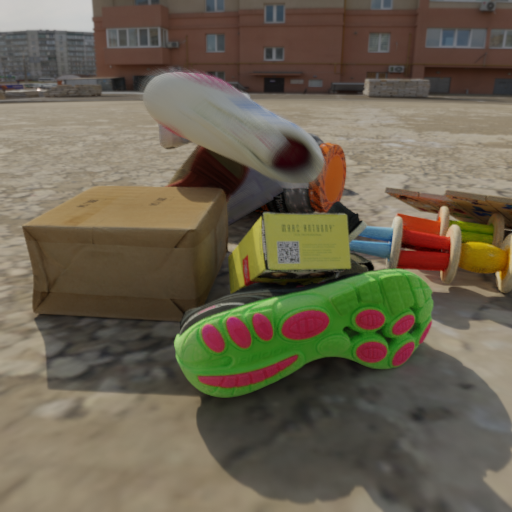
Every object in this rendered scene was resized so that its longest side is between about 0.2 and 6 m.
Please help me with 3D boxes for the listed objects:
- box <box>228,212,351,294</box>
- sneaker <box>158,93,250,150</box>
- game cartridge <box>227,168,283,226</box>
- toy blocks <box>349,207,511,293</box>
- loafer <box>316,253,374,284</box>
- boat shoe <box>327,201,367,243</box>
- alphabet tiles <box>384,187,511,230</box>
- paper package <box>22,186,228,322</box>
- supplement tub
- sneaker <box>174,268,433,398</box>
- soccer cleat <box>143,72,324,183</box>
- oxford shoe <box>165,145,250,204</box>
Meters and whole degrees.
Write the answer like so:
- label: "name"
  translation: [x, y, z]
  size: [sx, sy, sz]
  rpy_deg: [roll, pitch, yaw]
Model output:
- label: "box"
  translation: [0.282, 0.068, 6.931]
  size: [0.955, 0.636, 2.538]
  rpy_deg: [0, -10, -13]
- label: "sneaker"
  translation: [-0.865, -2.543, 10.279]
  size: [1.437, 0.939, 2.500]
  rpy_deg: [2, 22, 9]
- label: "game cartridge"
  translation: [-0.376, -1.279, 11.198]
  size: [1.621, 1.051, 0.311]
  rpy_deg: [-30, -18, 6]
- label: "toy blocks"
  translation: [2.649, -0.267, 8.912]
  size: [2.497, 0.907, 2.081]
  rpy_deg: [9, 20, 8]
- label: "loafer"
  translation: [1.262, 0.344, 7.758]
  size: [0.683, 0.738, 1.962]
  rpy_deg: [2, 19, 18]
- label: "boat shoe"
  translation: [0.878, -0.179, 8.095]
  size: [0.572, 1.826, 0.668]
  rpy_deg: [44, 56, 1]
- label: "alphabet tiles"
  translation: [4.408, -0.692, 9.789]
  size: [3.923, 0.148, 3.279]
  rpy_deg: [14, 2, 36]
- label: "paper package"
  translation: [-1.770, -0.163, 8.342]
  size: [2.417, 1.312, 2.536]
  rpy_deg: [2, 20, 5]
- label: "supplement tub"
  translation: [0.322, -1.841, 12.286]
  size: [2.999, 1.838, 1.838]
  rpy_deg: [11, 22, 29]
- label: "sneaker"
  translation: [0.607, 0.648, 6.261]
  size: [3.151, 1.209, 1.320]
  rpy_deg: [-4, 17, -21]
- label: "soccer cleat"
  translation: [-0.244, -1.828, 7.940]
  size: [2.776, 0.970, 1.199]
  rpy_deg: [21, 16, -14]
- label: "oxford shoe"
  translation: [-0.832, -1.408, 10.093]
  size: [3.258, 1.148, 1.218]
  rpy_deg: [-33, 28, 53]
